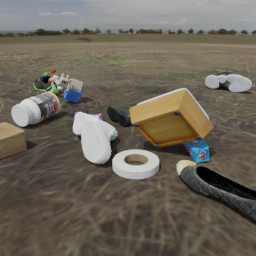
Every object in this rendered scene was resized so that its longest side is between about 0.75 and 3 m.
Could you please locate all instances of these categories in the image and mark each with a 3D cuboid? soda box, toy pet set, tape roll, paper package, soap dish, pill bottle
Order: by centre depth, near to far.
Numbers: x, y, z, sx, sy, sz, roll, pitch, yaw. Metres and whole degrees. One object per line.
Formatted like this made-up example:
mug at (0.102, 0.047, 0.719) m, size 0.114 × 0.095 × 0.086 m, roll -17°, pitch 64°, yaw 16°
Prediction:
tape roll at (0.232, 1.013, 8.045) m, size 1.367 × 0.250 × 1.367 m, roll -1°, pitch 22°, yaw 0°
soap dish at (1.213, -0.194, 8.296) m, size 2.042 × 1.607 × 0.830 m, roll -16°, pitch 40°, yaw 41°
soda box at (2.109, 0.556, 8.823) m, size 0.465 × 0.440 × 1.370 m, roll -11°, pitch 22°, yaw -1°
paper package at (-4.139, 0.402, 8.997) m, size 1.319 × 0.682 × 1.257 m, roll 17°, pitch 28°, yaw 36°
pill bottle at (-3.721, -0.762, 11.416) m, size 1.068 × 1.068 × 1.836 m, roll 10°, pitch 25°, yaw 24°
toy pet set at (-3.279, -2.007, 13.868) m, size 1.840 × 1.047 × 1.971 m, roll 17°, pitch -5°, yaw -27°

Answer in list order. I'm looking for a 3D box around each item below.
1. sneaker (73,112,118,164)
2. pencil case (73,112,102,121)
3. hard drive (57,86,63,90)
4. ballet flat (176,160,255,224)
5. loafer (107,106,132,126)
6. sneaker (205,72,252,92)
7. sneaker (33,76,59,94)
sneaker at (-0.859, 0.240, 9.143) m, size 1.296 × 1.102 × 2.930 m, roll 12°, pitch 18°, yaw -26°
pencil case at (-1.599, -0.380, 11.240) m, size 1.126 × 0.481 × 0.472 m, roll 5°, pitch 19°, yaw 10°
hard drive at (-4.357, -2.407, 16.844) m, size 0.504 × 0.100 × 0.764 m, roll -20°, pitch 30°, yaw -40°
ballet flat at (2.293, 1.306, 6.553) m, size 0.935 × 0.799 × 2.814 m, roll -17°, pitch 27°, yaw -36°
loafer at (-0.308, -0.494, 11.536) m, size 0.560 × 0.564 × 1.548 m, roll -6°, pitch 31°, yaw -38°
sneaker at (6.084, -2.814, 16.603) m, size 2.660 × 1.004 × 1.514 m, roll 13°, pitch 27°, yaw 35°
sneaker at (-4.670, -2.563, 16.018) m, size 0.908 × 0.991 × 2.366 m, roll -19°, pitch 29°, yaw -39°
